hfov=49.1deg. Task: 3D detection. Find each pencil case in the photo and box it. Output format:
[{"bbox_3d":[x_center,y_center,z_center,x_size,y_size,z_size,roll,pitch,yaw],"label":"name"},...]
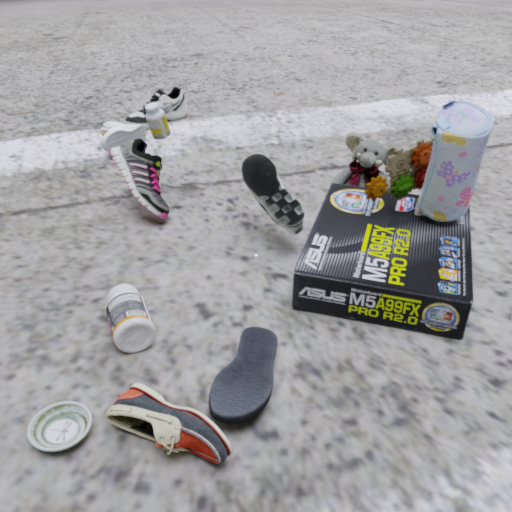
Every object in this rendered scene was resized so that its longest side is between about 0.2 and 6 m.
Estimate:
[{"bbox_3d":[3.558,-1.641,10.163,1.042,2.296,0.955,-31,55,-15],"label":"pencil case"}]

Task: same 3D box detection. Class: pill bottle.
[{"bbox_3d":[-2.109,1.004,9.283,0.676,0.676,1.162,-12,34,-18],"label":"pill bottle"},{"bbox_3d":[-2.213,-3.010,12.502,0.426,0.760,0.426,-8,41,7],"label":"pill bottle"}]

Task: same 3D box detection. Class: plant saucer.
[{"bbox_3d":[-2.651,2.357,7.606,0.847,0.213,0.847,0,32,0],"label":"plant saucer"}]

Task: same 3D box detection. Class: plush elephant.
[{"bbox_3d":[2.609,-1.991,13.116,1.654,1.555,2.008,12,35,18],"label":"plush elephant"}]

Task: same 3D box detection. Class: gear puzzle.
[{"bbox_3d":[3.023,-1.635,10.881,2.076,1.075,0.272,-24,38,-10],"label":"gear puzzle"}]

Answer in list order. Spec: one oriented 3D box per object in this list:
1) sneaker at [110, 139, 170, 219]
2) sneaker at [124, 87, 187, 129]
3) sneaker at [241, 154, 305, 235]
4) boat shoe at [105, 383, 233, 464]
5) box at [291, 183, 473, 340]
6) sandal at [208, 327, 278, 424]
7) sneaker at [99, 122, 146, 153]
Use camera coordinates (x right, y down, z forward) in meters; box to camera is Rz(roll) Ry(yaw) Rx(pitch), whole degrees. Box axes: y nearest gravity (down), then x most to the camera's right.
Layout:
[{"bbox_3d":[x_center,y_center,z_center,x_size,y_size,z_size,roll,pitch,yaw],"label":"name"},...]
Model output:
[{"bbox_3d":[-2.434,-1.815,12.602,0.915,0.772,2.092,-35,74,5],"label":"sneaker"},{"bbox_3d":[-3.264,-4.769,17.938,0.894,1.036,2.364,27,43,33],"label":"sneaker"},{"bbox_3d":[0.320,-1.207,11.599,0.736,0.879,1.986,-28,67,-5],"label":"sneaker"},{"bbox_3d":[-1.155,2.273,7.335,1.866,0.664,0.584,18,38,30],"label":"boat shoe"},{"bbox_3d":[2.547,-0.116,10.844,2.985,0.825,3.726,11,34,14],"label":"box"},{"bbox_3d":[-0.096,1.810,8.345,0.823,0.463,2.164,15,26,10],"label":"sandal"},{"bbox_3d":[-4.159,-3.421,16.222,1.121,0.715,1.940,11,25,19],"label":"sneaker"}]
